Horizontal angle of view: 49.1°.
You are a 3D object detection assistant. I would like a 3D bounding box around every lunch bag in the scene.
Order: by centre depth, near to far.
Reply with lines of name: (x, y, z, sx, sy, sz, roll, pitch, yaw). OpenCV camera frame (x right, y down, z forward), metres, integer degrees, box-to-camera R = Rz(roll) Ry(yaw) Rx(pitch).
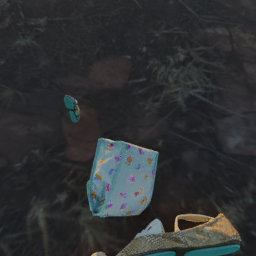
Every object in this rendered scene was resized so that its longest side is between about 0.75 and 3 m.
lunch bag: (-0.124, 1.149, 6.175, 0.978, 1.366, 1.603, 6, 82, 42)

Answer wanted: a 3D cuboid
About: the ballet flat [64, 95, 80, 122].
ballet flat: (-1.509, -0.586, 7.689, 0.352, 0.948, 0.352, -1, 46, 1)

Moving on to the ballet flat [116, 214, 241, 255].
ballet flat: (0.953, 2.344, 5.896, 2.742, 0.967, 0.895, -4, 49, -11)

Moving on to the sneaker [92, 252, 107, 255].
sneaker: (-0.938, 3.204, 5.179, 0.741, 0.900, 1.957, 11, 52, 27)
